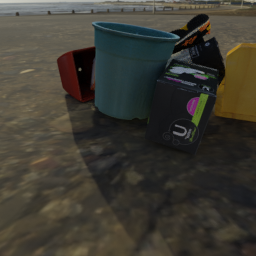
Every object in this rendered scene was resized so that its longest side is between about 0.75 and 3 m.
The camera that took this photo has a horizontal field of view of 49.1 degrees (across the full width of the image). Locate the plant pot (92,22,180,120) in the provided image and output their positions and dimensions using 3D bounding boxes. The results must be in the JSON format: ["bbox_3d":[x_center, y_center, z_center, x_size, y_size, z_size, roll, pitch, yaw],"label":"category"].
[{"bbox_3d":[0.034,-1.607,7.941,2.360,2.312,2.360,9,24,-4],"label":"plant pot"}]

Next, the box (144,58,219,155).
[{"bbox_3d":[1.366,-0.620,6.891,1.291,1.543,2.077,17,30,11],"label":"box"}]

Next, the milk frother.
[{"bbox_3d":[2.297,-1.840,9.826,2.114,2.247,2.028,-17,30,20],"label":"milk frother"}]

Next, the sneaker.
[{"bbox_3d":[1.937,-2.946,9.336,1.837,0.827,0.643,-31,50,10],"label":"sneaker"}]

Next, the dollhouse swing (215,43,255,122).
[{"bbox_3d":[3.909,-1.385,7.724,2.556,2.247,2.323,10,32,25],"label":"dollhouse swing"}]

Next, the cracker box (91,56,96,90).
[{"bbox_3d":[-1.026,-1.904,9.566,0.314,1.089,0.730,6,-11,-17],"label":"cracker box"}]

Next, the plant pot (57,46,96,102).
[{"bbox_3d":[-1.567,-1.985,9.882,1.467,1.664,1.665,12,29,43],"label":"plant pot"}]
